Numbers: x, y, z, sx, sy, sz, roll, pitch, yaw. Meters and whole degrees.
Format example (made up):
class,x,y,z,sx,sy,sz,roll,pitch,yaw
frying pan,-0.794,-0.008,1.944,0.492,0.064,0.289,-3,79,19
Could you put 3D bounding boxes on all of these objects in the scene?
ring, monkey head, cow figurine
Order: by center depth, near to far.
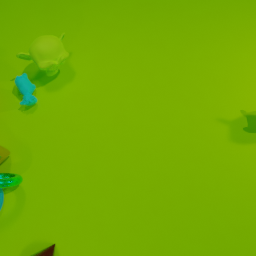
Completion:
class,x,y,z,sx,sy,sz,roll,pitch,yaw
ring,-3.125,1.262,6.769,1.095,1.095,0.219,2,89,1
cow figurine,-2.983,-1.094,8.138,0.488,0.888,0.874,-24,29,6
monkey head,-2.355,-2.105,8.178,1.611,1.159,0.971,-36,88,-26

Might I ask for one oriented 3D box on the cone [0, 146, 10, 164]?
class,x,y,z,sx,sy,sz,roll,pitch,yaw
cone,-3.839,1.053,7.261,1.178,1.178,1.183,20,93,9

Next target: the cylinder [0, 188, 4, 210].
class,x,y,z,sx,sy,sz,roll,pitch,yaw
cylinder,-3.546,1.743,6.764,0.746,0.746,0.746,0,64,7

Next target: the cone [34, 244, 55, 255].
class,x,y,z,sx,sy,sz,roll,pitch,yaw
cone,-1.938,3.050,6.363,0.984,0.984,0.987,23,40,10
